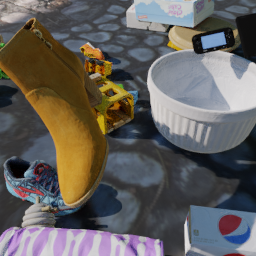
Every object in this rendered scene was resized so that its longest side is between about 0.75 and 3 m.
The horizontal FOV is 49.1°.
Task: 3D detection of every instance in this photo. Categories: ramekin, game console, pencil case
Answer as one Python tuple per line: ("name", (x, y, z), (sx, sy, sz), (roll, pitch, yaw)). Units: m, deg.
("ramekin", (1.919, -0.689, 7.144), (2.894, 1.519, 2.894), (0, 41, 0))
("game console", (2.532, -2.172, 6.915), (1.831, 0.221, 1.080), (-10, 74, 10))
("pencil case", (-0.739, 2.134, 4.199), (2.670, 1.121, 1.142), (1, 7, 3))

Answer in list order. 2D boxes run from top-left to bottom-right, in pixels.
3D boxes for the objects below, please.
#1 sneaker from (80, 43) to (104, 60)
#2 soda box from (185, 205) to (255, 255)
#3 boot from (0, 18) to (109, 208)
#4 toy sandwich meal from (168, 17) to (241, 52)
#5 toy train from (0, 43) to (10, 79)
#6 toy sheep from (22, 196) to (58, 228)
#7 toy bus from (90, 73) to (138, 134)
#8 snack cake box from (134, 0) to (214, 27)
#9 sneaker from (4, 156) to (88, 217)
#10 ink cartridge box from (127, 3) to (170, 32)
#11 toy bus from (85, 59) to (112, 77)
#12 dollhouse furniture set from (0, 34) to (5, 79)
("sneaker", (-1.313, -2.741, 10.376), (0.493, 0.466, 1.277), (-40, 47, -16))
("soda box", (2.108, 1.937, 4.784), (2.186, 0.696, 0.745), (5, 42, 6))
("boot", (-1.162, -0.339, 4.042), (0.914, 1.860, 2.598), (-27, 42, 24))
("toy sandwich meal", (2.771, -3.278, 10.555), (2.891, 0.990, 2.891), (-2, 45, 2))
("toy train", (-2.696, -1.464, 5.635), (2.763, 0.779, 0.576), (29, 91, 39))
("toy sheep", (-1.608, 1.708, 5.099), (0.642, 0.642, 0.932), (-5, 59, -6))
("toy bus", (-0.859, -0.880, 7.631), (2.245, 1.160, 2.119), (2, 41, 2))
("snack cake box", (1.748, -4.745, 10.834), (2.699, 0.907, 1.552), (23, 48, 35))
("sneaker", (-1.704, 1.104, 5.559), (1.917, 0.915, 0.760), (13, 43, 14))
("ink cartridge box", (0.987, -5.028, 12.618), (1.813, 0.764, 1.323), (13, 45, 15))
("toy bus", (-0.934, -2.079, 9.510), (0.832, 0.565, 0.799), (19, 32, 25))
("dollhouse furniture set", (-5.488, -2.306, 9.233), (2.428, 1.186, 2.071), (-4, 41, -4))
